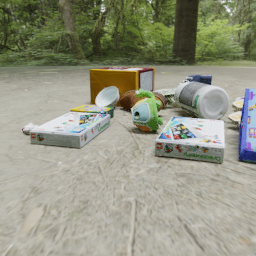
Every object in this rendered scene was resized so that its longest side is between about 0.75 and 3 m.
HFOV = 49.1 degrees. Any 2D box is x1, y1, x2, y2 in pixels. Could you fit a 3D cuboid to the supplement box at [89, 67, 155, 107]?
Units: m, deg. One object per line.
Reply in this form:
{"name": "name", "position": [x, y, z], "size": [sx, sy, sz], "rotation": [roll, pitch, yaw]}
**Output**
{"name": "supplement box", "position": [-0.232, -2.282, 14.960], "size": [2.632, 1.772, 2.669], "rotation": [7, 17, 25]}

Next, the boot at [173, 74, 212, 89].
{"name": "boot", "position": [2.936, -2.134, 14.498], "size": [2.833, 1.280, 1.031], "rotation": [-2, 18, -8]}

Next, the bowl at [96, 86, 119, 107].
{"name": "bowl", "position": [-0.894, -1.357, 13.505], "size": [1.253, 0.563, 1.253], "rotation": [-18, 47, 21]}

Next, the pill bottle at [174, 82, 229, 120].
{"name": "pill bottle", "position": [2.984, -1.203, 11.841], "size": [1.399, 1.399, 2.474], "rotation": [-4, 17, -15]}

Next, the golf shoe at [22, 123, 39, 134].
{"name": "golf shoe", "position": [-3.218, 0.092, 9.354], "size": [0.436, 0.359, 0.953], "rotation": [-27, 23, -34]}

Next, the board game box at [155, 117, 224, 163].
{"name": "board game box", "position": [1.958, 0.239, 8.421], "size": [1.759, 0.482, 2.786], "rotation": [5, 17, 17]}

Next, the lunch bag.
{"name": "lunch bag", "position": [4.213, 0.130, 7.572], "size": [2.170, 1.356, 2.883], "rotation": [8, 32, 19]}

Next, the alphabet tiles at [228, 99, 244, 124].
{"name": "alphabet tiles", "position": [5.085, -0.457, 9.885], "size": [2.673, 0.199, 2.733], "rotation": [-18, 35, -17]}

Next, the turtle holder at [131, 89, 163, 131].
{"name": "turtle holder", "position": [0.625, -0.594, 9.683], "size": [1.010, 1.423, 1.081], "rotation": [-7, 18, 2]}

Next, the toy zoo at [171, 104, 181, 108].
{"name": "toy zoo", "position": [3.387, -1.299, 14.351], "size": [2.196, 0.225, 1.441], "rotation": [-10, 19, -31]}

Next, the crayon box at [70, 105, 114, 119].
{"name": "crayon box", "position": [-1.588, -0.615, 11.545], "size": [1.734, 0.447, 1.090], "rotation": [5, 16, 20]}

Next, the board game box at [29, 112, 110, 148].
{"name": "board game box", "position": [-1.797, -0.019, 9.389], "size": [1.663, 0.456, 2.634], "rotation": [4, 16, 16]}

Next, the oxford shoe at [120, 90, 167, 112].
{"name": "oxford shoe", "position": [0.410, -1.042, 12.378], "size": [2.727, 0.973, 0.972], "rotation": [6, 50, 52]}

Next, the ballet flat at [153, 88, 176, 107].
{"name": "ballet flat", "position": [1.968, -1.423, 13.442], "size": [2.559, 0.918, 0.918], "rotation": [-14, 18, -7]}

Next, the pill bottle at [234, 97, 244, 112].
{"name": "pill bottle", "position": [5.280, -1.006, 12.419], "size": [0.716, 0.716, 1.275], "rotation": [-3, 16, -12]}
